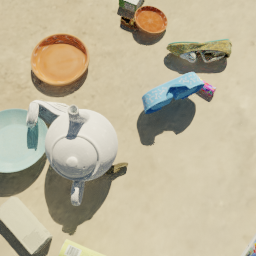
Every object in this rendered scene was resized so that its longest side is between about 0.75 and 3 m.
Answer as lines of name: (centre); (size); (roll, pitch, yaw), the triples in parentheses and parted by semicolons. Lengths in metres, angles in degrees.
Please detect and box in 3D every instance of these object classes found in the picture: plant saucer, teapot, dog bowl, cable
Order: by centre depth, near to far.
teapot: (-1.541, 0.767, 8.795); (2.541, 1.880, 2.575); (-39, 105, 17)
cable: (-3.357, -0.450, 9.808); (0.310, 0.895, 0.895); (10, 72, -24)
plant saucer: (-4.045, 0.466, 9.899); (2.463, 0.474, 2.463); (4, 62, -7)
dog bowl: (1.565, -1.275, 10.073); (2.370, 1.321, 0.587); (-24, 80, -5)
plant saucer: (-2.647, -2.667, 11.061); (2.292, 0.429, 2.292); (0, 72, -1)
plant saucer: (0.943, -4.441, 11.597); (1.416, 0.229, 1.416); (5, 67, -12)

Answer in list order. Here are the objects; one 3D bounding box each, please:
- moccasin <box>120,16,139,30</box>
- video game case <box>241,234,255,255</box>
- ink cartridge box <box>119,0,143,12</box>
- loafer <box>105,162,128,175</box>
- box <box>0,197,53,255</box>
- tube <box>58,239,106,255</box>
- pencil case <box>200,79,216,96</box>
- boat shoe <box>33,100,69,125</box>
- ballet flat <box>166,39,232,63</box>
moccasin: (0.120, -4.377, 11.622); (0.942, 0.364, 0.345); (31, 75, 9)
video game case: (4.176, 4.663, 8.898); (1.493, 0.188, 2.085); (39, 77, 12)
ink cartridge box: (0.312, -5.830, 12.016); (0.831, 0.474, 1.600); (25, 74, 7)
loafer: (-0.406, 1.432, 9.845); (0.904, 0.344, 0.305); (-16, 76, 3)
box: (-3.381, 3.153, 9.132); (1.851, 0.633, 0.760); (44, 78, 13)
tube: (-0.993, 4.332, 8.833); (2.466, 0.715, 0.640); (23, 36, 4)
pencil case: (2.915, -1.601, 10.747); (0.921, 0.407, 0.407); (31, 75, 9)
boat shoe: (-2.471, -0.525, 10.283); (2.299, 0.846, 0.751); (24, 43, 13)
ballet flat: (2.815, -2.979, 10.985); (2.563, 0.906, 0.906); (-4, 73, -1)
